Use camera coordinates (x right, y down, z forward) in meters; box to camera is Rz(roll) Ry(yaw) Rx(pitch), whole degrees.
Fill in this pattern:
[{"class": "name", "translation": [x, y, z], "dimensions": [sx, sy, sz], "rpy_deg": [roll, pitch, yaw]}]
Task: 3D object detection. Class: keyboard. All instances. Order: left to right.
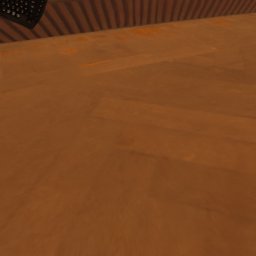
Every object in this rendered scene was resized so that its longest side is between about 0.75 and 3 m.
[{"class": "keyboard", "translation": [-2.832, -2.609, 5.460], "dimensions": [2.360, 1.228, 0.468], "rpy_deg": [16, 22, -33]}]
